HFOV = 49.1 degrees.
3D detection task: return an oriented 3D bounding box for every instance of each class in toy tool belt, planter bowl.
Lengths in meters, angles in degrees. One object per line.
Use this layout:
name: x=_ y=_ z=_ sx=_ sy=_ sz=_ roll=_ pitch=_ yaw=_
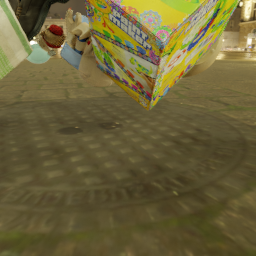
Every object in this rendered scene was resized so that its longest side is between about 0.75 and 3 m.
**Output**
toy tool belt: x=-1.006 y=-2.280 z=7.193 sx=2.432 sy=1.495 sz=1.519 roll=37 pitch=33 yaw=6
planter bowl: x=1.684 y=-2.573 z=8.054 sx=2.385 sy=2.385 sz=1.605 roll=0 pitch=16 yaw=-1

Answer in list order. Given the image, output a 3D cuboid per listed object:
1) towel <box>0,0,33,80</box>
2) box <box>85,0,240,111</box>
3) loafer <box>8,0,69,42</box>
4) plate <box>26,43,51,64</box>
towel: x=-2.588 y=-1.296 z=4.468 sx=0.318 sy=1.544 sz=2.069 roll=17 pitch=54 yaw=29
box: x=0.772 y=-2.139 z=5.251 sx=1.615 sy=2.648 sz=2.550 roll=42 pitch=-14 yaw=11
loafer: x=-2.109 y=-2.715 z=5.730 sx=2.958 sy=1.077 sz=1.069 roll=-35 pitch=-33 yaw=28
plate: x=-2.916 y=-2.403 z=9.110 sx=0.834 sy=0.834 sz=0.107 roll=-3 pitch=-23 yaw=-10
